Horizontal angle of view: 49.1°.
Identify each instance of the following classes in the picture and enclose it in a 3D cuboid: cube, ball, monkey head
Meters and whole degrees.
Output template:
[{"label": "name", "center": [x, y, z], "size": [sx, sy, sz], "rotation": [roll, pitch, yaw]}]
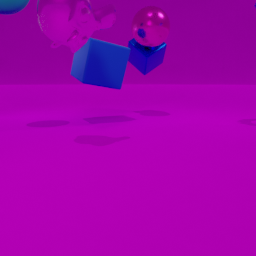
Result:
[{"label": "cube", "center": [-0.933, -2.141, 9.129], "size": [1.356, 1.356, 1.356], "rotation": [5, 18, -30]}, {"label": "ball", "center": [-3.112, -3.548, 6.920], "size": [1.393, 1.393, 1.393], "rotation": [0, 10, 0]}, {"label": "cube", "center": [0.721, -2.983, 11.065], "size": [1.077, 1.077, 1.077], "rotation": [-38, 70, -20]}, {"label": "monkey head", "center": [-0.973, -2.139, 5.205], "size": [1.321, 1.837, 1.107], "rotation": [-30, 63, -34]}, {"label": "ball", "center": [0.800, -3.554, 9.866], "size": [1.370, 1.370, 1.370], "rotation": [0, 10, 0]}]

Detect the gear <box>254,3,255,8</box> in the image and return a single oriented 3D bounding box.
[{"label": "gear", "center": [4.059, -3.614, 7.179], "size": [1.605, 0.297, 1.605], "rotation": [-40, 8, 7]}]
